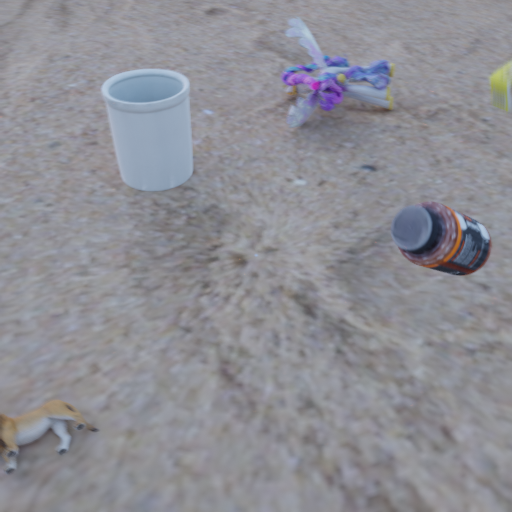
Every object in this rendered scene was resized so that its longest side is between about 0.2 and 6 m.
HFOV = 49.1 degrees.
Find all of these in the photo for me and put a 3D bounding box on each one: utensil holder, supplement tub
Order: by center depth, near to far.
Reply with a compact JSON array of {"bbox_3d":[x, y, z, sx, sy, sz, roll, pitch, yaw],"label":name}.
[{"bbox_3d":[1.244,-0.118,3.797,0.817,0.437,0.437,12,24,-46],"label":"supplement tub"},{"bbox_3d":[-1.799,-2.155,9.634,1.409,1.658,1.409,0,41,0],"label":"utensil holder"}]

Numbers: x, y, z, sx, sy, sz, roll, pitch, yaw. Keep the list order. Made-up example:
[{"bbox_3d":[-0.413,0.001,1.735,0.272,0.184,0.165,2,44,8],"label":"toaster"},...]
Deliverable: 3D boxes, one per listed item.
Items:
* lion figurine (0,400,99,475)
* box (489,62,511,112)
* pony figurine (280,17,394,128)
[{"bbox_3d":[-2.407,1.815,5.984,1.259,0.456,0.771,-8,31,-30],"label":"lion figurine"},{"bbox_3d":[4.637,-3.102,9.360,1.570,0.591,0.393,-37,43,-8],"label":"box"},{"bbox_3d":[1.491,-3.530,11.383,2.485,2.069,2.399,8,9,15],"label":"pony figurine"}]
